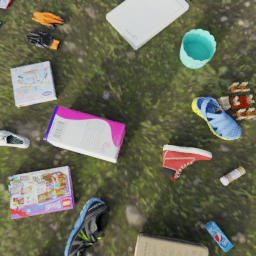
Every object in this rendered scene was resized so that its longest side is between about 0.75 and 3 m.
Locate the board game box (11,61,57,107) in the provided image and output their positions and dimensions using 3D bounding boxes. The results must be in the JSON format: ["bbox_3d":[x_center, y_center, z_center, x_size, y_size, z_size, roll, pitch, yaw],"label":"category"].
[{"bbox_3d":[-3.812,-1.777,11.320,1.589,0.327,1.585,-12,78,-3],"label":"board game box"}]

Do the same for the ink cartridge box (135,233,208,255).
[{"bbox_3d":[1.270,5.212,9.350,2.373,1.082,2.880,10,78,3],"label":"ink cartridge box"}]

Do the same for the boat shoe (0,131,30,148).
[{"bbox_3d":[-4.591,0.388,10.725,1.602,0.535,0.589,7,77,2],"label":"boat shoe"}]

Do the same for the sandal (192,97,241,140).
[{"bbox_3d":[3.417,-0.407,10.704,2.214,0.964,0.880,42,79,7],"label":"sandal"}]

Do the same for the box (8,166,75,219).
[{"bbox_3d":[-3.187,2.363,10.325,2.249,0.440,1.539,-9,77,-2],"label":"box"}]

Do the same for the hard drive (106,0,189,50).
[{"bbox_3d":[0.838,-4.972,12.011,2.987,0.399,1.970,-40,80,-8],"label":"hard drive"}]

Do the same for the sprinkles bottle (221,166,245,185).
[{"bbox_3d":[3.922,1.782,10.457,0.929,0.317,0.317,-28,79,-12],"label":"sprinkles bottle"}]

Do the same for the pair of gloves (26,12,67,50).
[{"bbox_3d":[-3.476,-4.153,11.933,1.478,0.205,1.659,13,80,2],"label":"pair of gloves"}]

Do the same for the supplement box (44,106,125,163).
[{"bbox_3d":[-1.505,0.272,10.345,2.597,1.342,1.314,16,77,5],"label":"supplement box"}]

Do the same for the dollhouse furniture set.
[{"bbox_3d":[4.190,-0.989,11.073,1.397,0.728,1.413,-6,77,-13],"label":"dollhouse furniture set"}]

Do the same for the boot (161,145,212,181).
[{"bbox_3d":[2.178,1.384,10.471,1.806,0.654,1.303,5,78,9],"label":"boot"}]

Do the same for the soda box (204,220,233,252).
[{"bbox_3d":[3.235,3.861,10.029,0.342,0.362,1.067,-38,80,-8],"label":"soda box"}]

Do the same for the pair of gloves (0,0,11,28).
[{"bbox_3d":[-6.114,-5.079,12.121,1.711,0.243,2.129,17,77,4],"label":"pair of gloves"}]

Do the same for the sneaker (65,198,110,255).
[{"bbox_3d":[-1.403,3.777,9.764,1.064,0.910,2.567,21,75,11],"label":"sneaker"}]

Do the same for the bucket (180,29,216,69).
[{"bbox_3d":[2.780,-3.152,11.334,1.416,0.921,1.416,0,78,0],"label":"bucket"}]
